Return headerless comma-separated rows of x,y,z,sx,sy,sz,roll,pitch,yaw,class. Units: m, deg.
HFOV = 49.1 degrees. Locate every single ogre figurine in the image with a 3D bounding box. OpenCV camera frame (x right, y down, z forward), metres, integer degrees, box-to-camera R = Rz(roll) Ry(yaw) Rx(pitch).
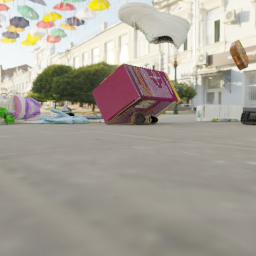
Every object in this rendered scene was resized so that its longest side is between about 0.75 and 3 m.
-4.555,-0.453,9.000,1.642,0.806,0.985,-16,26,-15,ogre figurine

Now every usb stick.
4.006,-0.311,8.434,0.292,0.496,1.789,12,0,-12,usb stick

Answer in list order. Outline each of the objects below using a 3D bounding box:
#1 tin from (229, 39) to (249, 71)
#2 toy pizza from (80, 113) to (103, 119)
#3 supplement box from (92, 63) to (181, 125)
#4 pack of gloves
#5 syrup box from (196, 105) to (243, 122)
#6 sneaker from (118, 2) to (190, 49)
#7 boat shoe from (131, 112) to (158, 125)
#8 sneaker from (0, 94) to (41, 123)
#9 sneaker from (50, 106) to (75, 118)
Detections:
3.173,-2.093,7.996,0.275,0.736,1.314,-20,17,32,tin
-1.289,-0.489,11.842,1.681,0.266,1.681,1,-4,0,toy pizza
0.338,-1.074,9.547,1.653,1.303,2.526,-34,-18,34,supplement box
-2.515,-0.481,10.644,2.976,0.587,2.500,1,2,18,pack of gloves
3.800,-0.612,11.675,1.731,0.705,0.682,0,1,-2,syrup box
0.657,-3.029,8.466,2.293,1.015,0.863,19,-13,11,sneaker
0.561,-0.305,8.915,0.419,0.426,1.143,3,6,41,boat shoe
-4.262,-0.721,10.681,2.657,1.069,1.175,4,4,41,sneaker
-3.039,-0.659,14.082,1.041,0.677,1.803,6,15,18,sneaker
